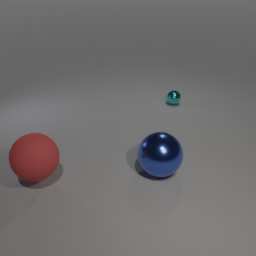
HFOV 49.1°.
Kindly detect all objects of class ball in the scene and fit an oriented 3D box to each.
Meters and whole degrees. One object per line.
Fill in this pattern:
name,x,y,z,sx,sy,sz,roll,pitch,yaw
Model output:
ball,0.992,0.813,8.633,1.400,1.400,1.400,0,28,0
ball,-2.701,0.839,8.119,1.400,1.400,1.400,0,28,0
ball,2.225,-1.476,13.611,0.700,0.700,0.700,0,28,0
